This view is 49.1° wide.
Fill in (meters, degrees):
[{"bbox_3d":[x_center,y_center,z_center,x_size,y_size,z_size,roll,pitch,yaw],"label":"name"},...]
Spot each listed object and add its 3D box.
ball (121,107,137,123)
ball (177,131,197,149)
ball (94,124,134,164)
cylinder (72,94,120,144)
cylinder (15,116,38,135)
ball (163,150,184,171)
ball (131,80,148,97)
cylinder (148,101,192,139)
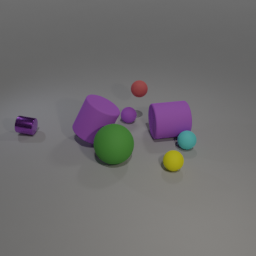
[{"bbox_3d":[0.029,-0.572,12.241,0.700,0.700,0.700,0,31,0],"label":"ball"},{"bbox_3d":[2.203,0.449,10.465,0.700,0.700,0.700,0,31,0],"label":"ball"},{"bbox_3d":[-0.489,0.552,9.699,1.400,1.400,1.400,0,31,0],"label":"ball"},{"bbox_3d":[-1.220,-0.334,10.716,1.400,1.400,1.400,25,24,-12],"label":"cylinder"},{"bbox_3d":[-4.126,-0.109,11.379,0.700,0.700,0.700,9,31,-1],"label":"cylinder"},{"bbox_3d":[1.526,1.100,9.432,0.700,0.700,0.700,0,31,0],"label":"ball"},{"bbox_3d":[0.466,-1.614,11.566,0.700,0.700,0.700,0,31,0],"label":"ball"},{"bbox_3d":[1.630,-0.328,11.091,1.400,1.400,1.400,-6,32,-7],"label":"cylinder"}]
